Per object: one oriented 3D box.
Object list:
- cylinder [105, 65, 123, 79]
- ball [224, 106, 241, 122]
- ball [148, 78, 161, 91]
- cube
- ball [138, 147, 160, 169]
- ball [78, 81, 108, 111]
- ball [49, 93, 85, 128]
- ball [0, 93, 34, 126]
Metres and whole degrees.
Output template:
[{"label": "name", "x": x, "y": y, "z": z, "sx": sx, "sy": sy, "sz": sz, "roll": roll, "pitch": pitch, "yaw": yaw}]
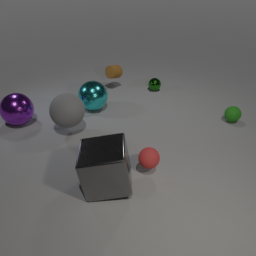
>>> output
[{"label": "cylinder", "x": -0.766, "y": -3.052, "z": 15.191, "sx": 0.700, "sy": 0.700, "sz": 0.700, "roll": 22, "pitch": 24, "yaw": 32}, {"label": "ball", "x": 4.598, "y": -0.614, "z": 12.277, "sx": 0.700, "sy": 0.700, "sz": 0.700, "roll": 0, "pitch": 31, "yaw": 0}, {"label": "ball", "x": 1.458, "y": -2.381, "z": 15.302, "sx": 0.700, "sy": 0.700, "sz": 0.700, "roll": 0, "pitch": 31, "yaw": 0}, {"label": "cube", "x": -0.674, "y": 1.171, "z": 8.465, "sx": 1.400, "sy": 1.400, "sz": 1.400, "roll": -8, "pitch": 33, "yaw": 3}, {"label": "ball", "x": 0.682, "y": 0.969, "z": 9.068, "sx": 0.700, "sy": 0.700, "sz": 0.700, "roll": 0, "pitch": 31, "yaw": 0}, {"label": "ball", "x": -1.645, "y": -1.510, "z": 13.140, "sx": 1.400, "sy": 1.400, "sz": 1.400, "roll": 0, "pitch": 31, "yaw": 0}, {"label": "ball", "x": -2.428, "y": -0.697, "z": 11.193, "sx": 1.400, "sy": 1.400, "sz": 1.400, "roll": 0, "pitch": 31, "yaw": 0}, {"label": "ball", "x": -4.750, "y": -0.800, "z": 11.968, "sx": 1.400, "sy": 1.400, "sz": 1.400, "roll": 0, "pitch": 31, "yaw": 0}]
